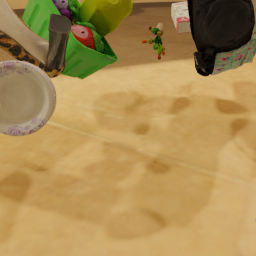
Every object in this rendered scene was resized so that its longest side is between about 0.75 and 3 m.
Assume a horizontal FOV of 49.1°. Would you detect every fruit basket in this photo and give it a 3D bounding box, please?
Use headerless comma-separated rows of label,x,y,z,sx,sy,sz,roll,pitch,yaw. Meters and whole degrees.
fruit basket,-1.228,-3.207,8.078,3.057,3.057,2.205,21,10,29

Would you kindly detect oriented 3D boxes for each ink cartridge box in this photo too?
ink cartridge box,1.709,-3.265,8.215,0.723,0.409,0.987,-8,54,1

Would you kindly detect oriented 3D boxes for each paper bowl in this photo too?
paper bowl,-1.627,-0.453,4.206,1.084,1.084,0.564,-4,12,-6

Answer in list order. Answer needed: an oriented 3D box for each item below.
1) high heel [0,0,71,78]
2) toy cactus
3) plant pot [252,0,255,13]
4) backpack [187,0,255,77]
high heel,-2.668,-1.863,5.749,2.860,2.039,1.021,16,66,-14
toy cactus,1.026,-3.229,10.045,0.703,1.374,1.134,2,66,29
plant pot,3.406,-3.548,8.706,2.614,2.614,2.393,16,35,22
backpack,2.266,-2.173,6.694,1.481,2.340,1.953,-9,76,14
